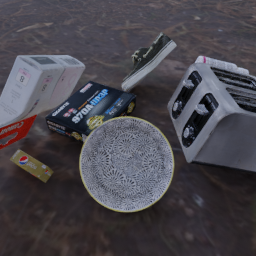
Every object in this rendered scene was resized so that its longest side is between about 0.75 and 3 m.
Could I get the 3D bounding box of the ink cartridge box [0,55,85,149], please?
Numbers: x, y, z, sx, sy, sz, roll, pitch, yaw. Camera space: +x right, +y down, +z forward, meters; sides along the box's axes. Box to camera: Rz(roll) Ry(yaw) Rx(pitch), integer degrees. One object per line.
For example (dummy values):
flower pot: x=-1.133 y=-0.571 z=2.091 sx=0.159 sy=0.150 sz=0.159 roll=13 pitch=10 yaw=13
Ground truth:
ink cartridge box: x=-2.385 y=-0.449 z=7.070 sx=0.829 sy=2.906 sz=2.362 roll=30 pitch=19 yaw=4

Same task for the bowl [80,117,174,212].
bowl: x=0.000 y=0.822 z=6.865 sx=2.185 sy=2.185 sz=1.025 roll=5 pitch=1 yaw=5

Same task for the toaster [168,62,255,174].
toaster: x=2.784 y=-0.206 z=7.363 sx=2.947 sy=1.749 sz=2.665 roll=11 pitch=36 yaw=-13

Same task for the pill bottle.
pill bottle: x=3.331 y=-1.915 z=10.216 sx=1.828 sy=1.036 sz=1.036 roll=13 pitch=41 yaw=-2

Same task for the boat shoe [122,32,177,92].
boat shoe: x=0.621 y=-2.530 z=10.588 sx=0.926 sy=1.028 sz=2.908 roll=45 pitch=68 yaw=-4

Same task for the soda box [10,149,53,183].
soda box: x=-2.552 y=0.995 z=7.416 sx=1.139 sy=0.386 sz=0.365 roll=25 pitch=68 yaw=25

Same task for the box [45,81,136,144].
box: x=-1.112 y=-0.520 z=9.108 sx=1.935 sy=0.560 sz=2.434 roll=21 pitch=45 yaw=21
